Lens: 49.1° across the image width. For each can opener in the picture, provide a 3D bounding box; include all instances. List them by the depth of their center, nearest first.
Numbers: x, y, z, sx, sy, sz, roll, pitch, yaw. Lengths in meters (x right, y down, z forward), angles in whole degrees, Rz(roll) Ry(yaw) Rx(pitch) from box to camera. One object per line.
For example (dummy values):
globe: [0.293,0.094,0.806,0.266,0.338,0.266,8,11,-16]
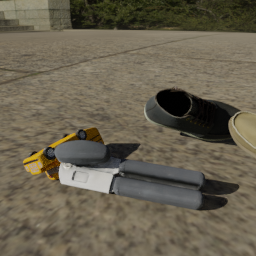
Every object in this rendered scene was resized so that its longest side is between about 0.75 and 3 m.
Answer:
can opener: [-0.002,0.866,5.374,2.945,0.985,0.785,8,58,11]

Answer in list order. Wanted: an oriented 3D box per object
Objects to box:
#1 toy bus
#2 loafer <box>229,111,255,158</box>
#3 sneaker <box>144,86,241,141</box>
toy bus: [-1.406,0.574,6.501,0.635,0.764,1.951,-17,11,36]
loafer: [3.094,0.316,5.985,0.917,0.813,2.411,-22,44,-11]
sneaker: [1.899,-0.295,7.149,2.876,1.076,1.528,8,-5,-3]
